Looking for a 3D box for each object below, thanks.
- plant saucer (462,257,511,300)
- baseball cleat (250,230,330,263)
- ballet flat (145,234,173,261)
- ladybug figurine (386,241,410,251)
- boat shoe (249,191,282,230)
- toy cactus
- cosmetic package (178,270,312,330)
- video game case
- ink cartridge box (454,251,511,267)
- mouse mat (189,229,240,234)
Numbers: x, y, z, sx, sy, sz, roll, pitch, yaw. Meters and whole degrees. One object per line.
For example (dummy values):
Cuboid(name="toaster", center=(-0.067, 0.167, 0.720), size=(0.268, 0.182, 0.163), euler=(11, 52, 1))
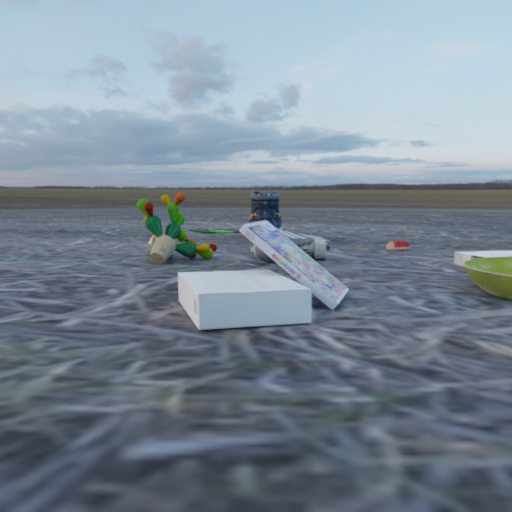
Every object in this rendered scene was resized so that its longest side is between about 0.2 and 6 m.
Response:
Cuboid(name="plant saucer", center=(3.769, 0.308, 6.880), size=(2.337, 0.363, 2.337), euler=(1, 6, 0))
Cuboid(name="baseball cleat", center=(0.738, -0.192, 10.257), size=(0.939, 0.615, 1.764), euler=(5, 9, 37))
Cuboid(name="ballet flat", center=(-1.877, -0.209, 11.004), size=(0.508, 0.480, 1.506), euler=(-2, 6, -16))
Cuboid(name="ladybug figurine", center=(3.145, -0.220, 12.378), size=(0.554, 0.199, 0.376), euler=(-1, 6, -12))
Cuboid(name="boat shoe", center=(0.302, -1.207, 16.160), size=(1.031, 1.323, 2.915), euler=(0, 6, -2))
Cuboid(name="toy cactus", center=(-1.503, -0.371, 10.273), size=(0.878, 1.718, 1.418), euler=(-32, 22, 32))
Cuboid(name="cosmetic package", center=(-0.180, 0.414, 5.810), size=(1.093, 0.375, 1.450), euler=(-4, 7, -14))
Cuboid(name="video game case", center=(0.470, 0.069, 6.479), size=(1.337, 0.120, 0.957), euler=(40, 15, 8))
Cuboid(name="ink cartridge box", center=(4.133, 0.081, 9.411), size=(1.188, 0.259, 1.031), euler=(-1, 7, -10))
Cuboid(name="mouse mat", center=(-1.323, -0.830, 18.618), size=(1.435, 0.067, 1.783), euler=(-3, 8, -24))
